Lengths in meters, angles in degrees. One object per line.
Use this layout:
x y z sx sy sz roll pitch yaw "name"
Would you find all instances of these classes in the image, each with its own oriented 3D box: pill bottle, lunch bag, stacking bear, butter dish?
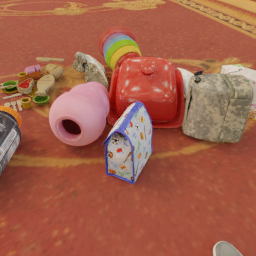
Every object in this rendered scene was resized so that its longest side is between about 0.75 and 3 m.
-3.937 0.488 7.842 1.431 1.431 2.694 3 38 3 "pill bottle"
2.653 -0.652 8.729 1.767 2.106 1.468 0 38 -2 "lunch bag"
0.018 0.334 7.737 1.097 1.771 1.506 15 41 17 "lunch bag"
-0.051 -2.887 11.990 1.650 1.762 2.901 15 36 -46 "stacking bear"
0.641 -1.513 9.505 2.686 1.985 2.678 3 62 3 "butter dish"

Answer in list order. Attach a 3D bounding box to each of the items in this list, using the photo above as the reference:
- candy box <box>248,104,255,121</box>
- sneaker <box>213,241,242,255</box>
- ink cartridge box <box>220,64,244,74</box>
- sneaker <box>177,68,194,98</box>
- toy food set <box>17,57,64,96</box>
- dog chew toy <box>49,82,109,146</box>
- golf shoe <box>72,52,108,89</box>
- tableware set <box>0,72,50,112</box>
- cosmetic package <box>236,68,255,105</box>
4.353 -0.657 10.197 0.991 0.280 0.578 26 46 31 "candy box"
2.268 2.758 5.196 0.778 1.124 1.861 -13 40 -15 "sneaker"
4.634 -2.215 11.970 0.883 0.510 1.214 -6 39 -7 "ink cartridge box"
2.482 -1.886 11.435 0.900 0.765 2.033 8 37 -3 "sneaker"
-3.782 -2.139 11.947 1.819 0.451 2.861 6 41 7 "toy food set"
-1.396 -0.646 9.165 1.727 1.727 2.774 7 32 9 "dog chew toy"
-1.289 -2.373 11.862 1.254 1.010 2.579 -2 44 -40 "golf shoe"
-4.154 -1.538 11.220 1.738 0.396 2.580 -16 41 -20 "tableware set"
5.045 -1.385 10.479 2.008 1.080 0.852 29 46 33 "cosmetic package"
